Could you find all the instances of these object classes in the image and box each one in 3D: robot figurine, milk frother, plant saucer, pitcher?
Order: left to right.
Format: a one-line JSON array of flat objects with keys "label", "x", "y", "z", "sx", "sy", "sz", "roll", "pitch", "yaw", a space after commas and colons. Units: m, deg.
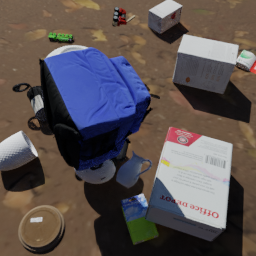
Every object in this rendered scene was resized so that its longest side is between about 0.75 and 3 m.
[{"label": "milk frother", "x": -3.525, "y": -1.035, "z": 10.472, "sx": 1.288, "sy": 1.162, "sz": 1.211, "roll": -12, "pitch": 53, "yaw": -29}, {"label": "plant saucer", "x": -2.586, "y": 2.953, "z": 8.347, "sx": 1.385, "sy": 0.204, "sz": 1.385, "roll": -1, "pitch": 55, "yaw": 1}, {"label": "robot figurine", "x": -0.956, "y": 0.682, "z": 9.167, "sx": 1.416, "sy": 1.704, "sz": 2.269, "roll": 25, "pitch": 53, "yaw": -19}, {"label": "pitcher", "x": 0.171, "y": 1.179, "z": 7.632, "sx": 0.817, "sy": 0.577, "sz": 0.952, "roll": 19, "pitch": 71, "yaw": 48}]

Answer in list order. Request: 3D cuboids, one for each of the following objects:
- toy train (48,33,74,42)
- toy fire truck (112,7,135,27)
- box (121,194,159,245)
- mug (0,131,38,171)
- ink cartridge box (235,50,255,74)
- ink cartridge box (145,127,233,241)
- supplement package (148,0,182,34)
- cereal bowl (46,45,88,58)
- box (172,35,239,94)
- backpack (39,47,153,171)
[{"label": "toy train", "x": -3.234, "y": -4.342, "z": 13.447, "sx": 1.226, "sy": 0.256, "sz": 0.346, "roll": 8, "pitch": 65, "yaw": 5}, {"label": "toy fire truck", "x": -0.155, "y": -4.326, "z": 10.899, "sx": 0.832, "sy": 0.535, "sz": 0.732, "roll": 8, "pitch": 64, "yaw": -6}, {"label": "box", "x": 0.326, "y": 2.722, "z": 8.432, "sx": 0.792, "sy": 0.310, "sz": 1.299, "roll": -15, "pitch": 56, "yaw": -10}, {"label": "mug", "x": -3.897, "y": 0.776, "z": 9.476, "sx": 1.227, "sy": 1.033, "sz": 1.399, "roll": -31, "pitch": 30, "yaw": -10}, {"label": "ink cartridge box", "x": 5.462, "y": -2.916, "z": 12.427, "sx": 1.146, "sy": 0.287, "sz": 0.922, "roll": 29, "pitch": 60, "yaw": 21}, {"label": "ink cartridge box", "x": 1.868, "y": 1.608, "z": 8.503, "sx": 2.083, "sy": 1.184, "sz": 2.859, "roll": 17, "pitch": 53, "yaw": 7}, {"label": "supplement package", "x": 1.829, "y": -5.535, "z": 13.863, "sx": 1.513, "sy": 0.917, "sz": 0.906, "roll": -39, "pitch": 63, "yaw": -24}, {"label": "cereal bowl", "x": -2.130, "y": -2.441, "z": 11.357, "sx": 2.762, "sy": 1.150, "sz": 2.762, "roll": 5, "pitch": 52, "yaw": -6}, {"label": "box", "x": 3.067, "y": -2.559, "z": 11.306, "sx": 2.188, "sy": 1.666, "sz": 1.163, "roll": 16, "pitch": 57, "yaw": 10}, {"label": "backpack", "x": -0.788, "y": -0.234, "z": 6.853, "sx": 2.278, "sy": 2.714, "sz": 2.205, "roll": -14, "pitch": 64, "yaw": -22}]
